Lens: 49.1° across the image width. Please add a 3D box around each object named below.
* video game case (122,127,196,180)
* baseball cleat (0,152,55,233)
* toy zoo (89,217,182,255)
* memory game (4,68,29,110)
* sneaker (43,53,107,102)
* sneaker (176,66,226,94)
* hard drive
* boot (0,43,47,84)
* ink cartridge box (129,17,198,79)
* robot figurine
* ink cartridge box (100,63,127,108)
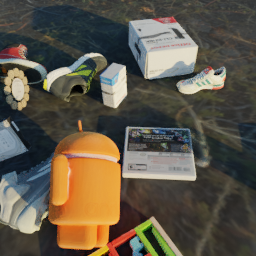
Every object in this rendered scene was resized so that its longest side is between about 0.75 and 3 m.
[{"bbox_3d":[0.793,0.625,7.363,1.795,0.210,1.632,2,45,3],"label":"video game case"},{"bbox_3d":[-2.029,1.027,6.363,1.335,0.875,2.508,21,47,0],"label":"baseball cleat"},{"bbox_3d":[0.009,2.750,5.214,2.121,0.217,1.392,-23,49,-22],"label":"toy zoo"},{"bbox_3d":[-3.295,-1.146,8.324,0.081,1.270,1.270,1,45,11],"label":"memory game"},{"bbox_3d":[-1.535,-1.605,9.256,2.453,0.914,1.038,-36,74,-30],"label":"sneaker"},{"bbox_3d":[2.408,-1.645,9.194,1.713,0.801,0.603,-9,46,-9],"label":"sneaker"},{"bbox_3d":[-3.096,0.341,6.673,1.300,0.908,0.246,-19,25,17],"label":"hard drive"},{"bbox_3d":[-3.693,-2.429,9.975,2.438,0.883,1.759,11,45,16],"label":"boot"},{"bbox_3d":[1.198,-3.034,10.391,1.840,1.068,2.550,-10,46,-9],"label":"ink cartridge box"},{"bbox_3d":[-0.846,1.131,5.700,1.734,1.406,2.410,9,71,-26],"label":"robot figurine"},{"bbox_3d":[-0.428,-1.301,8.644,0.465,1.104,0.806,19,48,21],"label":"ink cartridge box"}]
